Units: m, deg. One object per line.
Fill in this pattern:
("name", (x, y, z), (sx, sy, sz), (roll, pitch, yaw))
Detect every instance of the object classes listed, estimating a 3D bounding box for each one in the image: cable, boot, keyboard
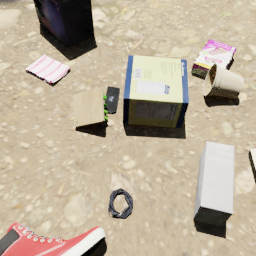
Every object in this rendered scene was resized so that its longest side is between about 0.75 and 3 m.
("cable", (-0.221, 2.447, 9.252), (0.813, 0.253, 0.997), (7, 54, 5))
("boot", (-2.329, 3.278, 8.188), (2.985, 1.081, 2.153), (-30, 58, -16))
("keyboard", (-0.875, -1.236, 12.003), (0.937, 0.152, 1.475), (9, 53, -2))

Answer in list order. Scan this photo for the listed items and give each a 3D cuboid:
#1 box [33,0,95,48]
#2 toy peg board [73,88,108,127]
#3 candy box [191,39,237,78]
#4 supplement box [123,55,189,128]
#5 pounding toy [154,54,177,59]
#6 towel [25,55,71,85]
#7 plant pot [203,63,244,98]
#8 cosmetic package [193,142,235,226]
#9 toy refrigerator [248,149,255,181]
("box", (-3.278, -6.127, 13.808), (1.836, 2.955, 2.979), (-35, 61, -22))
("toy peg board", (-1.429, -0.747, 11.116), (1.333, 0.655, 1.338), (-11, 76, 26))
("candy box", (4.032, -3.186, 13.113), (1.413, 0.632, 2.072), (25, 58, 17))
("supplement box", (1.074, -1.464, 11.196), (2.384, 1.602, 2.386), (5, 55, 1))
("pounding toy", (1.859, -2.983, 12.893), (1.252, 0.753, 1.622), (-3, 54, -2))
("towel", (-3.727, -2.762, 13.038), (1.774, 0.265, 1.298), (29, 58, 19))
("plant pot", (4.070, -1.872, 11.843), (1.300, 1.420, 1.420), (16, 55, -3))
("cosmetic package", (2.804, 1.783, 9.115), (1.074, 1.272, 2.381), (9, 56, 7))
("toy refrigerator", (4.671, 1.326, 9.988), (0.437, 0.403, 1.152), (-3, 53, 6))
